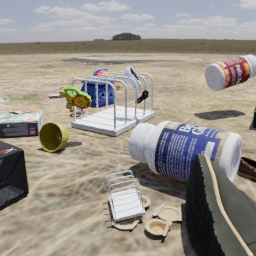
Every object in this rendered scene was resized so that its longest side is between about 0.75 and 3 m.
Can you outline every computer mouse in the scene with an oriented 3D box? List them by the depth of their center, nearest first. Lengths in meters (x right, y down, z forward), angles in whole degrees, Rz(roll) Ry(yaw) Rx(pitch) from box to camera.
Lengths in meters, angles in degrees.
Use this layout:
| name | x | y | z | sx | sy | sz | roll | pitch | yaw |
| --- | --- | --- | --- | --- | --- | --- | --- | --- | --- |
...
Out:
| name | x | y | z | sx | sy | sz | roll | pitch | yaw |
| --- | --- | --- | --- | --- | --- | --- | --- | --- | --- |
| computer mouse | 0.209 | -1.538 | 9.850 | 0.295 | 1.346 | 0.738 | -31 | 0 | -34 |

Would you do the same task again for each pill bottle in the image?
| name | x | y | z | sx | sy | sz | roll | pitch | yaw |
| --- | --- | --- | --- | --- | --- | --- | --- | --- | --- |
| pill bottle | 1.200 | 0.528 | 6.198 | 2.261 | 1.256 | 1.256 | 12 | 22 | 31 |
| pill bottle | 4.159 | -2.230 | 11.145 | 1.932 | 1.103 | 1.103 | -19 | 24 | -17 |

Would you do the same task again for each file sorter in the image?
| name | x | y | z | sx | sy | sz | roll | pitch | yaw |
| --- | --- | --- | --- | --- | --- | --- | --- | --- | --- |
| file sorter | -0.067 | 1.198 | 5.085 | 0.550 | 0.494 | 0.793 | -11 | 21 | -8 |
| file sorter | -0.456 | -1.048 | 10.217 | 1.925 | 1.728 | 2.774 | 12 | 21 | 30 |

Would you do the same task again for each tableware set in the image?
| name | x | y | z | sx | sy | sz | roll | pitch | yaw |
| --- | --- | --- | --- | --- | --- | --- | --- | --- | --- |
| tableware set | 0.353 | 1.545 | 4.970 | 1.195 | 0.139 | 0.998 | 8 | 20 | 23 |

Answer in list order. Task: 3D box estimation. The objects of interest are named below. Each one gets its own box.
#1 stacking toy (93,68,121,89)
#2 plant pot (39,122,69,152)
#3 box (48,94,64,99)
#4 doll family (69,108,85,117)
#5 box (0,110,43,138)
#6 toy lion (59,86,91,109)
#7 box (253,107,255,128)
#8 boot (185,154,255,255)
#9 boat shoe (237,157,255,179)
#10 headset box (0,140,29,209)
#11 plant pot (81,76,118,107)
| name | x | y | z | sx | sy | sz | roll | pitch | yaw |
| --- | --- | --- | --- | --- | --- | --- | --- | --- | --- |
| stacking toy | -1.150 | -2.781 | 16.856 | 1.073 | 1.135 | 1.956 | -22 | 42 | -39 |
| plant pot | -2.032 | 0.248 | 7.987 | 0.819 | 0.819 | 0.581 | 8 | 3 | 22 |
| box | -3.676 | -1.652 | 14.470 | 0.786 | 0.136 | 0.433 | -8 | 20 | -23 |
| doll family | -2.094 | -0.701 | 11.313 | 0.480 | 0.348 | 0.773 | 5 | 19 | 14 |
| box | -4.361 | -0.126 | 9.384 | 2.797 | 0.486 | 1.539 | -3 | 19 | -10 |
| toy lion | -1.482 | -0.866 | 8.085 | 0.785 | 0.819 | 0.281 | -6 | 46 | 13 |
| box | 6.141 | -0.531 | 9.822 | 2.976 | 0.685 | 2.366 | 10 | 30 | 29 |
| boot | 2.013 | 1.494 | 4.008 | 2.045 | 1.145 | 2.957 | 6 | 30 | -1 |
| boat shoe | 3.021 | 0.979 | 6.235 | 1.188 | 0.418 | 0.418 | 18 | 24 | 39 |
| headset box | -3.725 | 0.873 | 5.473 | 2.837 | 1.096 | 2.111 | 15 | 24 | 33 |
| plant pot | -1.391 | -1.750 | 13.080 | 1.357 | 1.220 | 1.357 | 15 | 23 | 34 |
